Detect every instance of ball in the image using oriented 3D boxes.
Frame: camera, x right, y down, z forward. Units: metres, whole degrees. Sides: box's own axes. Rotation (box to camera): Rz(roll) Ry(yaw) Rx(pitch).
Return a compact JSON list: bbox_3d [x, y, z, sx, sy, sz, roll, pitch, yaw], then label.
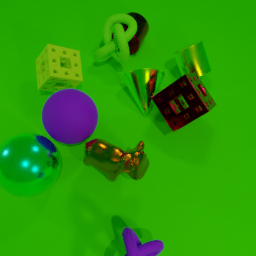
[{"bbox_3d":[-1.323,-0.264,6.445,1.271,1.271,1.271,0,56,0],"label":"ball"},{"bbox_3d":[-2.142,0.779,6.006,1.373,1.373,1.373,0,56,0],"label":"ball"}]

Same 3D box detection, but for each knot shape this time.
[{"bbox_3d":[0.131,2.363,4.727,0.556,1.203,1.126,2,60,35],"label":"knot shape"},{"bbox_3d":[-0.426,-2.450,8.142,0.745,1.509,1.612,22,48,-30],"label":"knot shape"}]

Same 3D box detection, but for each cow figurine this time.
[{"bbox_3d":[-0.280,0.620,5.958,1.439,1.416,0.790,30,60,3],"label":"cow figurine"}]

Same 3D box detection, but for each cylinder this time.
[{"bbox_3d":[1.842,-1.893,7.923,0.881,0.881,0.881,-28,104,-18],"label":"cylinder"},{"bbox_3d":[0.074,-2.975,8.821,0.942,0.942,0.942,18,58,12],"label":"cylinder"}]

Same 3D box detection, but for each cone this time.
[{"bbox_3d":[0.453,-0.849,7.604,1.179,1.179,1.183,-3,82,-2],"label":"cone"}]

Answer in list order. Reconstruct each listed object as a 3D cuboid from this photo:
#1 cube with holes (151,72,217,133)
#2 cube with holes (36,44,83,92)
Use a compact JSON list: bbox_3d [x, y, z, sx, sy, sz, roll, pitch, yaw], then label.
[{"bbox_3d":[1.373,-0.648,6.789,0.985,0.985,0.985,58,30,3],"label":"cube with holes"},{"bbox_3d":[-1.856,-1.545,7.508,0.894,0.894,0.894,3,71,-37],"label":"cube with holes"}]
